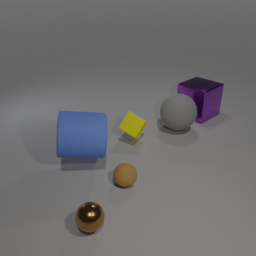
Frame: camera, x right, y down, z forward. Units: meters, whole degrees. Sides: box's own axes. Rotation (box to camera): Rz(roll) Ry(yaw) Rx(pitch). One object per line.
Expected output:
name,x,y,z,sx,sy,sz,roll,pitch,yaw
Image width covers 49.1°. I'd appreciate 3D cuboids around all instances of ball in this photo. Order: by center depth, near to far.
ball,-0.904,2.107,6.653,0.700,0.700,0.700,0,29,0
ball,-0.080,1.368,8.156,0.700,0.700,0.700,0,29,0
ball,1.939,-0.614,10.771,1.400,1.400,1.400,0,29,0

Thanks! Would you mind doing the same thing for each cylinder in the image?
cylinder,-1.390,0.205,8.445,1.400,1.400,1.400,2,29,-11

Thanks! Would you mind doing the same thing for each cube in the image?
cube,0.196,-0.086,10.083,0.700,0.700,0.700,32,0,13
cube,3.059,-1.252,12.059,1.400,1.400,1.400,-24,36,-37
